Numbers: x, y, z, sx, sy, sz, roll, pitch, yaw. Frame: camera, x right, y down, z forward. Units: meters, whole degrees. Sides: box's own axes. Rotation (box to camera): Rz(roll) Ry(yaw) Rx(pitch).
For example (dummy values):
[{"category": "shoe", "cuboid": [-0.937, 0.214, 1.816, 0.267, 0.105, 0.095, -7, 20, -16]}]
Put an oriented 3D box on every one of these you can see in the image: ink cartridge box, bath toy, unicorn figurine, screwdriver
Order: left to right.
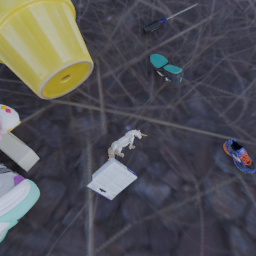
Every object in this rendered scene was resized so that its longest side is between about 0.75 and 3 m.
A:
[{"category": "bath toy", "cuboid": [-2.885, 0.086, 5.456, 0.856, 0.728, 1.969, -23, 21, 29]}, {"category": "ink cartridge box", "cuboid": [-0.349, 1.101, 5.994, 0.815, 0.814, 0.166, -42, 37, 9]}, {"category": "unicorn figurine", "cuboid": [-0.033, 0.326, 6.490, 1.046, 0.386, 0.718, -20, 21, 0]}, {"category": "screwdriver", "cuboid": [1.295, -3.344, 8.533, 1.827, 0.266, 0.255, -24, 63, -4]}]

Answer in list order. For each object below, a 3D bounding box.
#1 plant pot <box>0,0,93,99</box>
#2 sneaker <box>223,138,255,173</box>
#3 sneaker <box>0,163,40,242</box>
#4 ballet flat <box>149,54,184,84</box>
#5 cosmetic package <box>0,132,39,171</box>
[{"category": "plant pot", "cuboid": [-2.120, -2.054, 6.978, 2.419, 2.419, 2.276, -33, 83, -16]}, {"category": "sneaker", "cuboid": [2.611, 0.641, 6.504, 0.366, 0.382, 0.973, -29, 61, -17]}, {"category": "sneaker", "cuboid": [-3.336, 1.753, 5.316, 1.997, 1.110, 2.855, 40, 58, -4]}, {"category": "ballet flat", "cuboid": [1.013, -1.558, 7.560, 0.497, 0.497, 1.361, -28, 43, -14]}, {"category": "cosmetic package", "cuboid": [-2.706, 0.433, 6.525, 1.190, 0.616, 0.435, 34, 69, 15]}]
